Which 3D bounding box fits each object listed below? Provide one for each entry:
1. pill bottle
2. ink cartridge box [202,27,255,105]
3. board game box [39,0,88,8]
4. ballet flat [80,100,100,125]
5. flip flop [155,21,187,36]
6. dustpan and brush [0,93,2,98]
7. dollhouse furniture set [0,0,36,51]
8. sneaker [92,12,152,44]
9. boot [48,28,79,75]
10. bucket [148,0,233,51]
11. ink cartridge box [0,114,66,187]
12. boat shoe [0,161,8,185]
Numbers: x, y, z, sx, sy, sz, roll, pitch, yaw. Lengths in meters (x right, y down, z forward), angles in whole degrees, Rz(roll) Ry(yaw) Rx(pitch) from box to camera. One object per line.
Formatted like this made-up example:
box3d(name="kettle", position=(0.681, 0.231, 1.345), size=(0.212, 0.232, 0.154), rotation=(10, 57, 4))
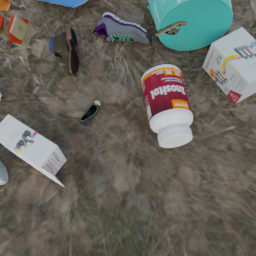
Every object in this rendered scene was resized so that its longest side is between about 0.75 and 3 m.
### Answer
box3d(name="pill bottle", position=(1.186, -0.632, 8.294), size=(1.274, 1.274, 2.256), rotation=(-8, 66, -4))
box3d(name="ink cartridge box", position=(3.493, -1.966, 8.881), size=(1.279, 1.285, 1.769), rotation=(-29, 69, -12))
box3d(name="board game box", position=(-2.290, -5.430, 10.888), size=(2.654, 0.517, 2.096), rotation=(17, 72, 14))
box3d(name="ballet flat", position=(-1.160, -0.488, 8.777), size=(0.319, 0.272, 0.959), rotation=(27, 69, 12))
box3d(name="flip flop", position=(0.903, -2.029, 5.819), size=(0.776, 0.315, 0.223), rotation=(-32, 108, -24))
box3d(name="dustpan and brush", position=(-5.362, -0.732, 8.752), size=(2.585, 0.740, 1.804), rotation=(-30, 62, -20))
box3d(name="dollhouse furniture set", position=(-2.138, -1.668, 4.578), size=(1.078, 0.562, 1.090), rotation=(15, 86, 13))
box3d(name="sneaker", position=(-0.212, -3.233, 9.832), size=(2.190, 0.815, 0.958), rotation=(32, 80, 25))
box3d(name="boot", position=(-2.212, -2.493, 9.571), size=(0.909, 0.701, 1.876), rotation=(-13, 62, 12))
box3d(name="bucket", position=(2.021, -3.933, 9.093), size=(2.729, 2.729, 1.775), rotation=(-3, 67, -2))
box3d(name="ink cartridge box", position=(-2.507, 0.657, 7.728), size=(2.154, 1.240, 0.731), rotation=(31, 69, 13))
box3d(name="boat shoe", position=(-4.007, 1.044, 7.997), size=(0.524, 0.608, 1.688), rotation=(-45, 65, 2))
